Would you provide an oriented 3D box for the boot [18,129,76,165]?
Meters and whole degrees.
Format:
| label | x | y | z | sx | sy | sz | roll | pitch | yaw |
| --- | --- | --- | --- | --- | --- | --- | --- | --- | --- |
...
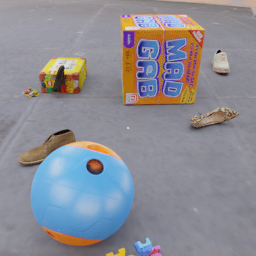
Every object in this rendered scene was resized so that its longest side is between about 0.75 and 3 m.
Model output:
| label | x | y | z | sx | sy | sz | roll | pitch | yaw |
| --- | --- | --- | --- | --- | --- | --- | --- | --- | --- |
| boot | -2.259 | 0.487 | 7.821 | 1.677 | 0.633 | 0.617 | -22 | 40 | -29 |

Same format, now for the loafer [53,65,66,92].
| label | x | y | z | sx | sy | sz | roll | pitch | yaw |
| --- | --- | --- | --- | --- | --- | --- | --- | --- | --- |
| loafer | -2.622 | -1.904 | 10.935 | 0.400 | 1.122 | 0.410 | 15 | 18 | -22 |

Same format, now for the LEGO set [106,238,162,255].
| label | x | y | z | sx | sy | sz | roll | pitch | yaw |
| --- | --- | --- | --- | --- | --- | --- | --- | --- | --- |
| LEGO set | 0.073 | 2.400 | 4.838 | 1.365 | 0.521 | 0.560 | -14 | 34 | -19 |

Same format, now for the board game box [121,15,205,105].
| label | x | y | z | sx | sy | sz | roll | pitch | yaw |
| --- | --- | --- | --- | --- | --- | --- | --- | --- | --- |
| board game box | 1.114 | -2.764 | 11.004 | 2.755 | 2.756 | 2.754 | -2 | 32 | -3 |

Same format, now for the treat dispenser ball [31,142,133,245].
| label | x | y | z | sx | sy | sz | roll | pitch | yaw |
| --- | --- | --- | --- | --- | --- | --- | --- | --- | --- |
| treat dispenser ball | -0.858 | 1.230 | 5.403 | 1.931 | 1.931 | 1.931 | 0 | 32 | 0 |

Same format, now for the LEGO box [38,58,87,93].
| label | x | y | z | sx | sy | sz | roll | pitch | yaw |
| --- | --- | --- | --- | --- | --- | --- | --- | --- | --- |
| LEGO box | -2.734 | -2.327 | 12.144 | 1.594 | 0.826 | 2.140 | 1 | 32 | 2 |

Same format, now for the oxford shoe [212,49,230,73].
| label | x | y | z | sx | sy | sz | roll | pitch | yaw |
| --- | --- | --- | --- | --- | --- | --- | --- | --- | --- |
| oxford shoe | 4.528 | -3.270 | 13.728 | 0.734 | 0.765 | 2.073 | 1 | 32 | 1 |

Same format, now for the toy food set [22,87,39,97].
| label | x | y | z | sx | sy | sz | roll | pitch | yaw |
| --- | --- | --- | --- | --- | --- | --- | --- | --- | --- |
| toy food set | -3.953 | -1.487 | 11.346 | 0.765 | 0.250 | 0.450 | 17 | 36 | 25 |

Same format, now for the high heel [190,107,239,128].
| label | x | y | z | sx | sy | sz | roll | pitch | yaw |
| --- | --- | --- | --- | --- | --- | --- | --- | --- | --- |
| high heel | 2.783 | -0.264 | 9.047 | 1.468 | 0.524 | 1.046 | -3 | 21 | 27 |
